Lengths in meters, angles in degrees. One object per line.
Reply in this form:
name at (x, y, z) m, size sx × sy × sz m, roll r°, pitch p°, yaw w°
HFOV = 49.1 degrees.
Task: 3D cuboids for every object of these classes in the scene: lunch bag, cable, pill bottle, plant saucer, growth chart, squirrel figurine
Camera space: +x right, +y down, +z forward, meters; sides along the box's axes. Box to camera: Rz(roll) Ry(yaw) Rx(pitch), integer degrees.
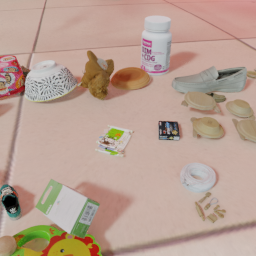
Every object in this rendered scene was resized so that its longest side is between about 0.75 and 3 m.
lunch bag at (-5.543, -2.003, 10.724) m, size 2.819 × 1.155 × 2.483 m, roll -15°, pitch 38°, yaw -20°
cable at (1.732, 1.228, 6.966) m, size 0.858 × 0.297 × 0.858 m, roll 4°, pitch 34°, yaw 4°
pill bottle at (1.189, -3.474, 11.863) m, size 1.262 × 2.227 × 1.262 m, roll 0°, pitch 36°, yaw 0°
plant saucer at (0.088, -2.090, 11.475) m, size 1.604 × 0.300 × 1.604 m, roll -3°, pitch 39°, yaw 3°
growth chart at (-0.429, 0.356, 8.341) m, size 1.014 × 0.124 × 1.401 m, roll 8°, pitch 36°, yaw 13°
squirrel figurine at (-1.254, -1.773, 10.297) m, size 1.092 × 1.440 × 1.543 m, roll 6°, pitch 59°, yaw -40°

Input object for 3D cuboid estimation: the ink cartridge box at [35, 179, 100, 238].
ink cartridge box at (-1.261, 1.598, 5.731) m, size 1.377 × 0.408 × 0.715 m, roll 12°, pitch 70°, yaw 45°

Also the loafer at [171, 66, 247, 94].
loafer at (3.104, -1.899, 10.712) m, size 2.888 × 1.008 × 1.010 m, roll -5°, pitch 36°, yaw -7°

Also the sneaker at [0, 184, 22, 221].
sneaker at (-2.681, 1.577, 6.357) m, size 0.383 × 0.429 × 1.072 m, roll -22°, pitch 41°, yaw -27°

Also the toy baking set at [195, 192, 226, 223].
toy baking set at (1.835, 1.806, 6.346) m, size 0.621 × 0.094 × 0.810 m, roll -6°, pitch 36°, yaw -13°

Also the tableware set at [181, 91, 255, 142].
tableware set at (3.117, -0.359, 8.968) m, size 2.865 × 0.332 × 2.393 m, roll 8°, pitch 39°, yaw 0°

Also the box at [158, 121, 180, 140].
box at (1.256, 0.075, 8.667) m, size 0.630 × 0.182 × 0.792 m, roll 3°, pitch 36°, yaw 4°

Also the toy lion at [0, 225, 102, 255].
toy lion at (-1.383, 2.409, 5.194) m, size 1.619 × 0.580 × 1.689 m, roll -22°, pitch 40°, yaw -39°

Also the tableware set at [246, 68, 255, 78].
tableware set at (5.812, -2.240, 11.890) m, size 1.731 × 0.201 × 1.446 m, roll -22°, pitch 41°, yaw -28°

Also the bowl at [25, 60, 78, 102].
bowl at (-3.023, -1.918, 10.512) m, size 2.078 × 0.975 × 2.078 m, roll -9°, pitch 34°, yaw 6°

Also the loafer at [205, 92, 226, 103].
loafer at (3.159, -1.125, 10.241) m, size 0.900 × 0.304 × 0.342 m, roll -4°, pitch 36°, yaw -6°

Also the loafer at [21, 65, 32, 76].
loafer at (-4.466, -2.482, 11.998) m, size 1.021 × 0.386 × 0.349 m, roll 12°, pitch 70°, yaw 17°
